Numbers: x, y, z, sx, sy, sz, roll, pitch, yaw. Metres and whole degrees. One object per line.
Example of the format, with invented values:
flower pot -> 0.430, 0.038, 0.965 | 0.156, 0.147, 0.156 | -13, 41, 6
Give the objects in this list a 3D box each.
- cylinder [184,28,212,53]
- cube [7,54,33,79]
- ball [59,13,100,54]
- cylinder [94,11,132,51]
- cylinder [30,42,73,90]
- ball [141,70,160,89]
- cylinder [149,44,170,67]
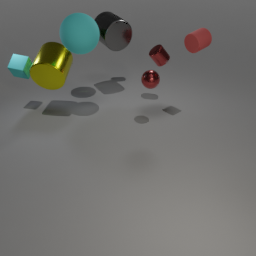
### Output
cylinder -> 2.488, -3.114, 9.965 | 0.700, 0.700, 0.700 | -32, 42, -27
cube -> -4.503, -2.578, 11.799 | 0.700, 0.700, 0.700 | 12, 70, 5
ball -> -1.714, -3.339, 9.945 | 1.400, 1.400, 1.400 | 0, 31, 0
cylinder -> -0.729, -4.427, 12.823 | 1.400, 1.400, 1.400 | -16, 42, -25
cylinder -> -3.078, -2.512, 11.360 | 1.400, 1.400, 1.400 | 4, 52, 6
ball -> 0.844, -1.817, 10.479 | 0.700, 0.700, 0.700 | 0, 31, 0
cylinder -> 1.404, -3.236, 12.514 | 0.700, 0.700, 0.700 | -29, 37, 25
